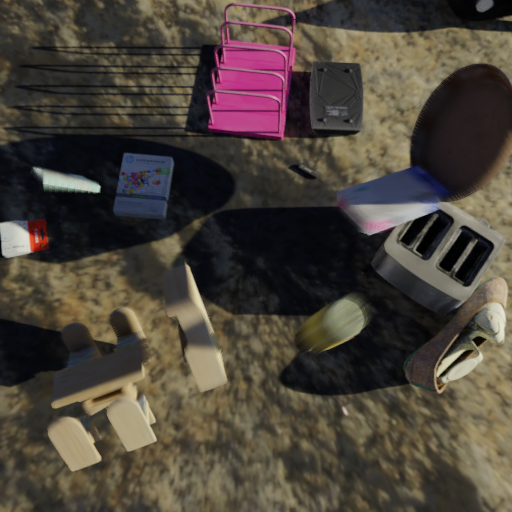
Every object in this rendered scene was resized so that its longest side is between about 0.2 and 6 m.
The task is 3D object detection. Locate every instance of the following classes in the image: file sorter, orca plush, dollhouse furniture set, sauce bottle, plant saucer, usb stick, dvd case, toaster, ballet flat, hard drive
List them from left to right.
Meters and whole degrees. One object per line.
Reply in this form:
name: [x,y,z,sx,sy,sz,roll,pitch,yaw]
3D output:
dvd case: [-3.662,-1.455,10.697,1.020,1.397,0.154,7,102,-31]
dollhouse furniture set: [-2.017,1.522,8.888,2.646,1.722,2.431,-18,30,-3]
file sorter: [-0.080,-3.860,11.651,1.601,1.444,2.303,7,71,3]
usb stick: [1.083,-1.755,11.647,0.483,0.079,0.134,32,74,11]
sauce bottle: [1.020,1.143,8.576,0.591,1.826,0.591,5,70,-15]
hard drive: [1.714,-3.375,12.055,1.150,0.361,1.705,2,71,1]
toaster: [3.297,-0.037,10.462,1.827,1.199,2.021,35,75,12]
plant saucer: [3.587,-2.068,9.651,0.381,2.375,2.375,10,69,-24]
ballet flat: [3.842,1.489,10.037,2.652,0.892,0.903,-44,119,-7]
orca plush: [6.508,-6.006,12.724,4.387,1.559,2.308,-24,28,-12]

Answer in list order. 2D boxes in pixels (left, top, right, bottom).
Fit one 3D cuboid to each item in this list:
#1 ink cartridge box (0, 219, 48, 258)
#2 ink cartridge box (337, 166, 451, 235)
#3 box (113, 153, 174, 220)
ink cartridge box: [-4.608,-0.384,11.109,0.855,0.202,0.685,-12,71,-3]
ink cartridge box: [2.417,-1.007,9.878,1.715,0.360,1.023,-21,46,-15]
box: [-2.285,-1.425,11.436,1.026,0.271,1.315,6,70,2]
